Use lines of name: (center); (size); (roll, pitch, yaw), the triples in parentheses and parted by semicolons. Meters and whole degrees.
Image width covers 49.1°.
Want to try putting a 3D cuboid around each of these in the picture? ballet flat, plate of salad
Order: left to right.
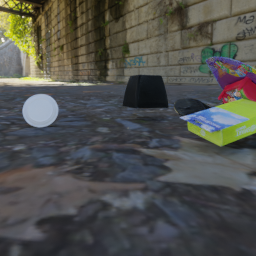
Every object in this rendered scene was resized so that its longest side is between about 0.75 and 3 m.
plate of salad: (-2.785, -0.547, 8.946); (1.103, 1.103, 0.265); (-2, -12, -8)
ballet flat: (2.342, -0.332, 8.387); (2.159, 0.717, 0.613); (25, -7, 28)

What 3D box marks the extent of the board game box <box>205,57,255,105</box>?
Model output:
board game box: (3.048, -0.755, 7.408); (2.186, 0.539, 2.767); (36, -1, 45)

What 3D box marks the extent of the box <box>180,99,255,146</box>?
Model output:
box: (2.255, -0.160, 6.271); (1.878, 0.448, 1.145); (-17, 23, -20)

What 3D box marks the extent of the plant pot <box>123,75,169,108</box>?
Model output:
plant pot: (0.635, -1.352, 10.356); (1.338, 1.190, 1.342); (-3, 9, -21)
